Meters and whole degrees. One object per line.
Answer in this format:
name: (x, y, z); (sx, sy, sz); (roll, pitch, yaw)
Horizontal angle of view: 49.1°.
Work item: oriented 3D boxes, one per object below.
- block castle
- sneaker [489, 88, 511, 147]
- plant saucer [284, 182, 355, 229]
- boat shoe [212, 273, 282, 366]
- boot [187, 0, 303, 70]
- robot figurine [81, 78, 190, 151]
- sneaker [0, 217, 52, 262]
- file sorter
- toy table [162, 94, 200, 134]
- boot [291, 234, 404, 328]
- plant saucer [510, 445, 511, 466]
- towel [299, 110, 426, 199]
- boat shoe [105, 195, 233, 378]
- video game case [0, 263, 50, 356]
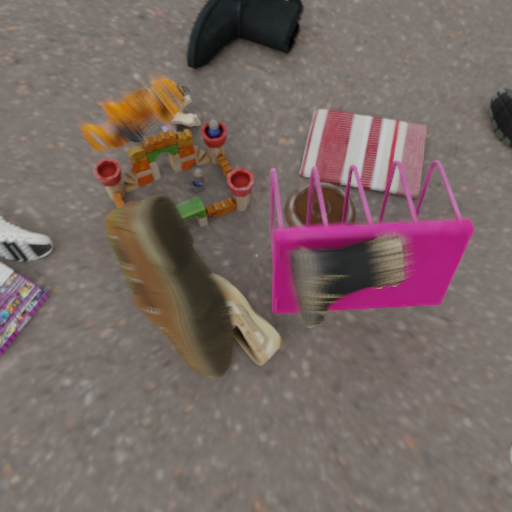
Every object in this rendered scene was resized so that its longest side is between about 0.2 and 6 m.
block castle: (-1.539, -1.414, 10.592); (2.671, 1.253, 1.785); (-22, 66, -10)
sneaker: (5.641, -2.477, 11.444); (0.909, 0.865, 2.295); (-21, 74, -22)
plant saucer: (1.251, -0.893, 10.923); (1.399, 0.224, 1.399); (0, 64, 1)
boat shoe: (-0.416, 1.037, 9.576); (1.919, 0.684, 0.619); (43, 63, 7)
boot: (-0.194, -5.011, 12.547); (2.107, 0.952, 2.572); (19, 66, 4)
robot figurine: (-1.961, -2.311, 9.151); (1.910, 0.556, 1.385); (-8, 42, 39)
sneaker: (-4.788, -0.398, 10.439); (2.018, 0.758, 0.818); (5, 56, 2)
file sorter: (1.690, -0.394, 9.476); (2.937, 2.041, 1.842); (-3, 52, -2)
toy table: (-1.612, -2.940, 11.574); (0.620, 0.973, 1.058); (-18, 67, 10)
boot: (1.345, 0.387, 8.333); (1.534, 2.037, 0.745); (-14, 57, 2)
plant saucer: (4.603, 3.255, 8.906); (1.032, 0.259, 1.032); (0, 64, 0)
towel: (2.216, -2.117, 11.491); (2.388, 0.272, 1.720); (11, 67, 7)
boat shoe: (-1.329, 0.543, 8.842); (1.053, 3.098, 1.114); (-11, 18, 30)
video game case: (-4.647, 0.919, 10.025); (1.264, 0.250, 1.395); (28, 68, 13)
